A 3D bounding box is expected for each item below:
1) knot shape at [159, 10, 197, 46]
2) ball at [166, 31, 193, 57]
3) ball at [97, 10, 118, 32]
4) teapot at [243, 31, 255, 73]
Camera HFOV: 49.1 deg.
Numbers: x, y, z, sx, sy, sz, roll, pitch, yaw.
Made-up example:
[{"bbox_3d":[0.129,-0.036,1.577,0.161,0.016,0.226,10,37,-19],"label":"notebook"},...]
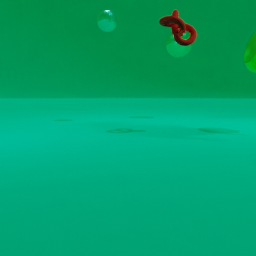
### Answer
[{"bbox_3d":[1.274,-2.708,7.422,1.019,1.089,0.503,9,-44,-47],"label":"knot shape"},{"bbox_3d":[2.252,-3.727,12.365,1.179,1.179,1.179,0,7,0],"label":"ball"},{"bbox_3d":[-0.786,-4.064,10.644,0.781,0.781,0.781,0,7,0],"label":"ball"},{"bbox_3d":[3.884,-2.099,7.657,1.015,1.289,2.074,15,11,-3],"label":"teapot"}]
